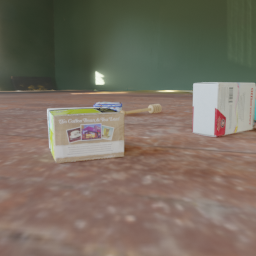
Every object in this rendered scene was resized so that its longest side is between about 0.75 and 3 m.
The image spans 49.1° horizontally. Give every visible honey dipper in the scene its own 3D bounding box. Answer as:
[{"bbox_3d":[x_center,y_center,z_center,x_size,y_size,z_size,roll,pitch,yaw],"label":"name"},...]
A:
[{"bbox_3d":[0.616,-0.858,13.526,2.385,0.453,0.453,-9,13,-36],"label":"honey dipper"}]

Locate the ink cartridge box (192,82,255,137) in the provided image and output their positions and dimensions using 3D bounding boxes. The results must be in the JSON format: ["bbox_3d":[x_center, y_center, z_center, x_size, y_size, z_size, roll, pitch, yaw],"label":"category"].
[{"bbox_3d":[3.057,-0.641,8.840,2.144,1.562,0.888,-6,10,-39],"label":"ink cartridge box"}]

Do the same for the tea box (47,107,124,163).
[{"bbox_3d":[-0.991,0.078,6.303,1.469,0.982,1.445,-3,10,-20],"label":"tea box"}]

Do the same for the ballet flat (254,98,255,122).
[{"bbox_3d":[4.750,-0.703,11.263,2.798,0.951,0.957,4,1,23],"label":"ballet flat"}]

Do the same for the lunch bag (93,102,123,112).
[{"bbox_3d":[-0.945,-0.973,13.854,1.497,0.566,1.200,-1,11,1],"label":"lunch bag"}]
